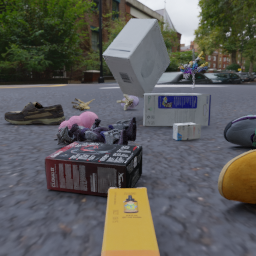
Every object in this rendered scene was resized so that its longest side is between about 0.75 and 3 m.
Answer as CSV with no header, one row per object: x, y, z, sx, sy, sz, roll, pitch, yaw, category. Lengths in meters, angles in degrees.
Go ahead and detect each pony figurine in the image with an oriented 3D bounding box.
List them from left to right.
2.443,-2.190,10.515,1.100,1.061,0.916,-29,45,-3,pony figurine

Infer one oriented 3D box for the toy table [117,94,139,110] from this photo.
-0.037,-1.628,17.352,1.273,1.170,0.746,-19,-15,29,toy table

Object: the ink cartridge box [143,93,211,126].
2.104,-0.795,12.209,2.870,1.427,0.563,1,10,2,ink cartridge box

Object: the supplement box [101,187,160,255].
0.006,1.391,3.619,0.619,0.640,1.861,0,13,-1,supplement box

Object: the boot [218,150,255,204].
3.079,1.010,4.630,2.680,0.943,1.919,-1,10,-26,boot

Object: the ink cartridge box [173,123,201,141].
2.090,0.115,9.926,0.957,0.555,0.325,-3,12,-20,ink cartridge box

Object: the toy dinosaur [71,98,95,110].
-2.923,-1.448,17.892,1.150,0.662,2.274,17,21,6,toy dinosaur

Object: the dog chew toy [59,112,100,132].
-1.785,-0.077,10.213,1.454,0.905,0.905,-13,15,-19,dog chew toy

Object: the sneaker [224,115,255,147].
4.389,0.216,8.475,2.735,1.018,1.197,0,17,-2,sneaker

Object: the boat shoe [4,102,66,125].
-4.247,-0.725,12.848,2.757,1.011,1.027,0,12,-1,boat shoe

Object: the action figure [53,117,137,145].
-1.128,0.161,8.886,2.739,0.950,1.782,2,17,26,action figure

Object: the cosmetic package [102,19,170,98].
0.539,-3.431,13.882,1.669,2.706,2.714,18,63,35,cosmetic package

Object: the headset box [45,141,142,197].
-0.757,0.822,6.073,1.908,0.716,1.418,3,12,15,headset box
